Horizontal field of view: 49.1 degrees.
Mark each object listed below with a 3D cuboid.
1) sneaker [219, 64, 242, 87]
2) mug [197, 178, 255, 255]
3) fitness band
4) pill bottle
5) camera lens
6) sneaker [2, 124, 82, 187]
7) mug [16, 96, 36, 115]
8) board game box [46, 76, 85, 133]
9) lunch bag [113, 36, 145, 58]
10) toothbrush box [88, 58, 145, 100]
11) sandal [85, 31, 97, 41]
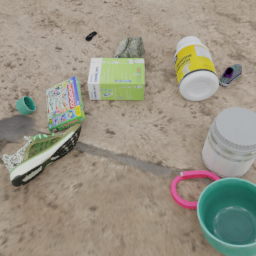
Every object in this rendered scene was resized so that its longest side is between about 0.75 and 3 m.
[{"bbox_3d":[4.567,-2.458,12.163,0.598,0.703,1.607,32,59,23],"label":"sneaker"},{"bbox_3d":[3.036,2.603,7.511,1.874,1.410,2.281,-39,48,-12],"label":"mug"},{"bbox_3d":[2.222,1.953,8.949,1.687,0.316,1.212,-4,52,-2],"label":"fitness band"},{"bbox_3d":[2.754,-2.574,11.729,1.539,1.539,2.748,-1,51,-1],"label":"pill bottle"},{"bbox_3d":[3.320,0.536,8.956,1.611,2.014,1.611,-1,52,1],"label":"camera lens"},{"bbox_3d":[-2.871,0.558,9.362,2.958,1.137,1.310,-38,76,-26],"label":"sneaker"},{"bbox_3d":[-4.001,-0.850,10.971,0.502,0.812,0.667,-28,92,14],"label":"mug"},{"bbox_3d":[-2.464,-0.940,10.875,1.407,0.304,2.092,-23,54,11],"label":"board game box"},{"bbox_3d":[0.035,-3.445,12.815,1.201,0.997,1.432,-2,49,19],"label":"lunch bag"},{"bbox_3d":[-0.447,-2.053,11.667,2.254,0.970,1.641,1,51,-1],"label":"toothbrush box"},{"bbox_3d":[-1.903,-4.718,14.268,0.333,0.188,0.877,21,55,16],"label":"sandal"}]
